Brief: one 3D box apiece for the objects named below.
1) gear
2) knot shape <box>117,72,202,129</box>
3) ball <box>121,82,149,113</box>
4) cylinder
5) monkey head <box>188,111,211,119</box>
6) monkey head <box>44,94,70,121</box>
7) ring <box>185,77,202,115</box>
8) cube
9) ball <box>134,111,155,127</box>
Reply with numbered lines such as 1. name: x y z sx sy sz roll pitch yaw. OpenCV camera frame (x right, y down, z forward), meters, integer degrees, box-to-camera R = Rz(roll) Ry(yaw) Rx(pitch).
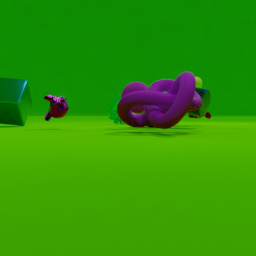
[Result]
1. gear: -0.297 -0.780 11.849 1.238 1.238 0.229 2 -7 31
2. knot shape: 0.874 -0.627 6.240 1.971 0.911 1.844 -13 12 44
3. ball: 0.248 -0.877 8.089 0.896 0.896 0.896 0 3 0
4. cylinder: 2.009 -0.853 8.750 0.863 0.863 0.863 19 13 33
5. monkey head: 2.556 -0.798 10.532 0.756 0.903 1.255 -17 47 -35
6. monkey head: -2.063 -0.606 7.969 0.720 0.603 1.001 24 36 20
7. ring: 2.267 -1.142 10.665 0.345 1.723 1.723 33 16 21
8. cube: -4.147 -0.922 9.788 1.178 1.178 1.178 5 -42 -4
9. ball: 0.763 -0.600 9.051 1.147 1.147 1.147 0 3 0
